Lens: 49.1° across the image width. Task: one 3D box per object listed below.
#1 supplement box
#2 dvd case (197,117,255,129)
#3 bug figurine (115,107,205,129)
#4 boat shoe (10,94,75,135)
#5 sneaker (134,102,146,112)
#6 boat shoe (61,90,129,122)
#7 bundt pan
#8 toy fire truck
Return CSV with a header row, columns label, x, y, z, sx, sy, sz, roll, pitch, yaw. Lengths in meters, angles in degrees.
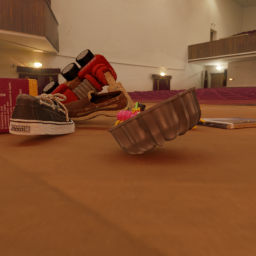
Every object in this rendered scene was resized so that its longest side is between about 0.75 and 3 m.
label,x,y,z,sx,sy,sz,roll,pitch,yaw
supplement box,-4.070,-0.610,7.402,2.806,1.448,1.837,-6,10,-43
dvd case,3.509,-0.201,9.370,2.304,0.184,1.713,-4,8,-27
bug figurine,0.793,-0.240,7.641,2.039,0.677,2.629,4,9,37
boat shoe,-1.992,-0.370,6.845,1.053,0.974,2.852,5,1,9
sneaker,0.368,-0.431,8.131,0.399,0.366,0.953,7,43,1
boat shoe,-1.063,-0.761,8.268,2.138,0.791,0.790,-7,41,6
bundt pan,0.511,-0.060,4.717,1.630,0.612,1.630,-27,0,0
toy fire truck,-1.213,-1.103,9.550,2.555,1.867,2.903,-44,34,-7
